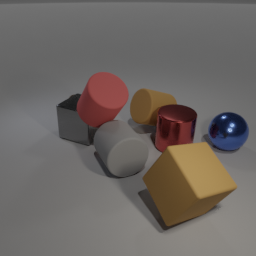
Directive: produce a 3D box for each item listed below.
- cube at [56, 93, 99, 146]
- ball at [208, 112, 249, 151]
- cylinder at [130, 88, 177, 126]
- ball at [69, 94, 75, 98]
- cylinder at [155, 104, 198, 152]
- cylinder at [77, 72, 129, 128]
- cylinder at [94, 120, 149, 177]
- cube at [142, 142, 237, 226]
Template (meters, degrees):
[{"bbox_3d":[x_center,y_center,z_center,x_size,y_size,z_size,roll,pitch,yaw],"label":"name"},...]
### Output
[{"bbox_3d":[-1.771,-0.373,10.955,1.400,1.400,1.400,14,31,21],"label":"cube"},{"bbox_3d":[3.616,0.118,10.120,1.400,1.400,1.400,0,28,0],"label":"ball"},{"bbox_3d":[1.030,-0.798,11.313,1.400,1.400,1.400,7,20,-36],"label":"cylinder"},{"bbox_3d":[-2.536,-1.263,13.438,0.700,0.700,0.700,0,28,0],"label":"ball"},{"bbox_3d":[1.718,0.047,10.162,1.400,1.400,1.400,1,30,-1],"label":"cylinder"},{"bbox_3d":[-0.876,-0.921,9.438,1.400,1.400,1.400,12,59,-20],"label":"cylinder"},{"bbox_3d":[-0.252,0.635,9.071,1.400,1.400,1.400,-11,30,-21],"label":"cylinder"},{"bbox_3d":[1.477,1.351,6.972,1.400,1.400,1.400,-3,51,-35],"label":"cube"}]
